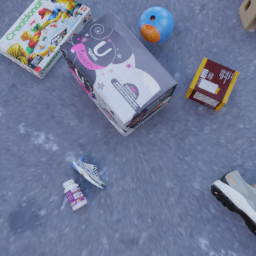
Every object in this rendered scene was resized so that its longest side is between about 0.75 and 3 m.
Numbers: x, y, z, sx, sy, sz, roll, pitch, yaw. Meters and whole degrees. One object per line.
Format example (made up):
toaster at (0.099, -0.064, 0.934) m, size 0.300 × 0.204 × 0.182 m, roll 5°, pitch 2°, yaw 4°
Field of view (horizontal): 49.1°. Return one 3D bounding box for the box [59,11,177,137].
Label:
box at (-0.300, -1.492, 8.045) m, size 1.881 × 1.634 × 2.847 m, roll -38°, pitch 78°, yaw -9°

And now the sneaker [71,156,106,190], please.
sneaker at (-1.039, 1.252, 7.945) m, size 1.213 × 0.467 × 0.517 m, roll 39°, pitch 74°, yaw 9°

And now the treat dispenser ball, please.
treat dispenser ball at (0.856, -3.120, 8.527) m, size 1.063 × 1.063 × 1.063 m, roll 0°, pitch 75°, yaw 0°

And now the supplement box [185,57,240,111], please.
supplement box at (2.522, -1.300, 8.456) m, size 1.129 × 0.750 × 1.114 m, roll 26°, pitch 77°, yaw 7°

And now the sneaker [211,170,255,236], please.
sneaker at (3.475, 2.184, 7.459) m, size 1.016 × 0.947 × 2.563 m, roll -41°, pitch 79°, yaw -15°

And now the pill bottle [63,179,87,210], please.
pill bottle at (-1.496, 1.838, 7.786) m, size 0.439 × 0.439 × 0.781 m, roll -30°, pitch 78°, yaw -8°

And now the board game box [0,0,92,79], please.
board game box at (-2.674, -3.148, 9.083) m, size 1.746 × 0.479 × 2.765 m, roll 32°, pitch 77°, yaw 9°

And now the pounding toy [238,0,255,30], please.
pounding toy at (4.759, -4.069, 8.691) m, size 1.945 × 1.709 × 0.890 m, roll -10°, pitch 75°, yaw -3°
